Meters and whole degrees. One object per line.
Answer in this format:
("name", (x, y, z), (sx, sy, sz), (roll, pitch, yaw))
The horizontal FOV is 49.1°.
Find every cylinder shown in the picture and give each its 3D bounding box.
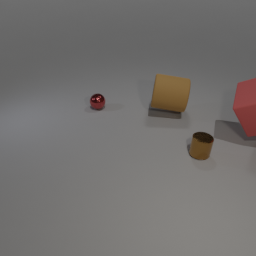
("cylinder", (1.737, -1.441, 11.565), (1.400, 1.400, 1.400), (10, 31, 3))
("cylinder", (2.458, 0.593, 9.393), (0.700, 0.700, 0.700), (3, 31, -2))

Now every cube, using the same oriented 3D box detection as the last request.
("cube", (4.487, -0.754, 9.277), (1.400, 1.400, 1.400), (-13, 37, 40))

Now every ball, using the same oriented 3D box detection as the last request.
("ball", (-1.348, -1.184, 12.436), (0.700, 0.700, 0.700), (0, 30, 0))
